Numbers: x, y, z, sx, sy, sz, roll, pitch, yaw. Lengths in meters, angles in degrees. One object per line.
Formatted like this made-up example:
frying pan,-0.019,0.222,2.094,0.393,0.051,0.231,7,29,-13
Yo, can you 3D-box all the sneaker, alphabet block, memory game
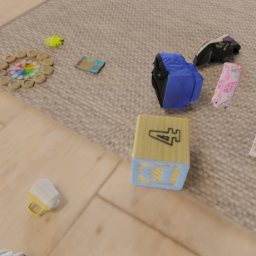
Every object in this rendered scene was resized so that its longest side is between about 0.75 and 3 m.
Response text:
sneaker,4.176,-3.437,12.831,2.665,1.009,1.167,-34,64,-24
alphabet block,1.028,0.789,9.018,1.701,1.692,1.732,7,51,3
memory game,-4.705,-2.733,12.748,2.710,0.173,2.710,0,52,0

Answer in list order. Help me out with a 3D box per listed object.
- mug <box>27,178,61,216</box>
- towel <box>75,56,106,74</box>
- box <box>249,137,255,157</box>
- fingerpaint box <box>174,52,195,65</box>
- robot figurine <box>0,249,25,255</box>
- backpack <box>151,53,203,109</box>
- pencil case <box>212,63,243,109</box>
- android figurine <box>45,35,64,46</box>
mug,-2.550,2.168,8.654,0.797,0.971,0.777,37,27,15
towel,-1.745,-2.930,12.934,1.204,0.131,0.883,19,53,15
box,4.686,0.523,10.135,0.249,0.233,1.203,25,56,19
fingerpaint box,2.268,-2.866,12.698,0.939,0.413,1.126,-30,58,-20
robot figurine,-3.330,3.760,7.207,1.439,0.813,1.220,-19,42,-15
backpack,1.859,-1.940,11.202,1.798,1.741,2.143,0,39,-15
pencil case,2.639,-1.132,7.500,0.522,1.193,0.522,9,31,-5
android figurine,-3.699,-4.351,14.028,0.893,0.183,0.813,4,52,1
